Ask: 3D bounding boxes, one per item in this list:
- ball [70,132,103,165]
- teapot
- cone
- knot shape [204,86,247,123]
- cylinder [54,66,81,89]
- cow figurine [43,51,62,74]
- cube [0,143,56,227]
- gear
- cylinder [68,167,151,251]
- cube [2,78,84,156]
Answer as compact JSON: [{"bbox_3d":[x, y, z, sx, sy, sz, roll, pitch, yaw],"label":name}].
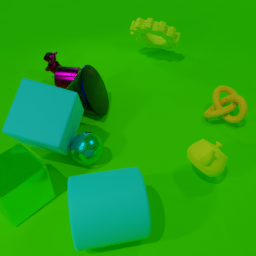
[{"bbox_3d":[-0.961,0.473,6.530,0.772,0.772,0.772,0,40,0],"label":"ball"},{"bbox_3d":[1.761,0.598,6.067,0.890,0.701,1.431,41,11,15],"label":"teapot"},{"bbox_3d":[-1.576,-0.883,8.171,1.512,1.506,1.506,-15,36,20],"label":"cone"},{"bbox_3d":[2.646,-0.586,7.836,1.108,0.547,1.184,-29,48,14],"label":"knot shape"},{"bbox_3d":[-1.928,-1.629,9.150,0.749,0.749,0.749,5,40,6],"label":"cylinder"},{"bbox_3d":[-2.455,-2.140,9.452,0.893,0.908,0.498,-17,44,49],"label":"cow figurine"},{"bbox_3d":[-2.247,1.129,5.678,1.002,1.002,1.002,31,50,32],"label":"cube"},{"bbox_3d":[1.009,-3.495,10.482,1.860,0.344,1.860,17,-2,1],"label":"gear"},{"bbox_3d":[-0.357,1.432,5.074,1.286,1.286,1.286,-7,41,-8],"label":"cylinder"},{"bbox_3d":[-1.857,-0.198,6.452,1.256,1.256,1.256,15,76,1],"label":"cube"}]
